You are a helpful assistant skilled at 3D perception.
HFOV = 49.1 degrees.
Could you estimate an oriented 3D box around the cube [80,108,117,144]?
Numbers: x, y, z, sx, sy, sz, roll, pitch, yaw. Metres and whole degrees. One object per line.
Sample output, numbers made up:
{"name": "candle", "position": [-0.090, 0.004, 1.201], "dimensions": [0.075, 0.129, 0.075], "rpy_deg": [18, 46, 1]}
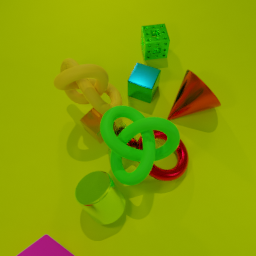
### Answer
{"name": "cube", "position": [-0.830, -0.112, 8.006], "dimensions": [0.703, 0.703, 0.703], "rpy_deg": [41, 76, 19]}

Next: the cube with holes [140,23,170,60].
{"name": "cube with holes", "position": [0.899, -2.909, 9.493], "dimensions": [0.801, 0.801, 0.801], "rpy_deg": [-8, 62, -4]}

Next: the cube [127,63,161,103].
{"name": "cube", "position": [0.491, -1.388, 8.685], "dimensions": [0.794, 0.794, 0.794], "rpy_deg": [20, 64, 10]}

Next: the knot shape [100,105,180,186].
{"name": "knot shape", "position": [0.157, 0.486, 6.767], "dimensions": [1.937, 0.895, 1.813], "rpy_deg": [20, 93, 5]}

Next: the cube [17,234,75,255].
{"name": "cube", "position": [-1.759, 3.260, 5.576], "dimensions": [1.312, 1.312, 1.312], "rpy_deg": [30, 107, 16]}

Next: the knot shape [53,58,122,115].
{"name": "knot shape", "position": [-1.134, -1.150, 7.373], "dimensions": [2.092, 1.957, 0.966], "rpy_deg": [27, 85, 10]}

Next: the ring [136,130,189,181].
{"name": "ring", "position": [0.946, 0.694, 7.611], "dimensions": [1.547, 0.309, 1.547], "rpy_deg": [10, 58, -17]}

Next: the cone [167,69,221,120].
{"name": "cone", "position": [1.707, -0.707, 8.377], "dimensions": [1.465, 1.459, 1.459], "rpy_deg": [-42, 67, 9]}

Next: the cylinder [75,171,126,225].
{"name": "cylinder", "position": [-0.659, 1.684, 6.780], "dimensions": [0.949, 0.949, 0.949], "rpy_deg": [-16, 40, 14]}

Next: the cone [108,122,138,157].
{"name": "cone", "position": [0.124, 0.502, 7.847], "dimensions": [1.024, 1.020, 1.020], "rpy_deg": [23, 61, -18]}
